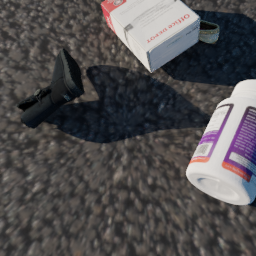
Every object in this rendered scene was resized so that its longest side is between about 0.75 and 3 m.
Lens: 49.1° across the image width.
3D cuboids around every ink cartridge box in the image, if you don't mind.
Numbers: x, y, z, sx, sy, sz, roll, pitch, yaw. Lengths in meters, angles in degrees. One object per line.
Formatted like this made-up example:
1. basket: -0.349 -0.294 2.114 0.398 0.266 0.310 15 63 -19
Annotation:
1. ink cartridge box: 0.677 -3.255 8.662 1.892 1.068 2.578 -34 64 -5

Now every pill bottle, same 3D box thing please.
1. pill bottle: 2.692 0.258 6.825 1.577 1.577 2.831 27 69 12

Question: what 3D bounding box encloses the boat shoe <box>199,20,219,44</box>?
1. boat shoe: 2.136 -3.367 9.164 1.786 0.618 0.658 20 62 11

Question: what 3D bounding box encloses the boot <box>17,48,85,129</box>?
1. boot: -2.250 -1.157 7.948 1.880 0.855 2.238 -31 43 10
